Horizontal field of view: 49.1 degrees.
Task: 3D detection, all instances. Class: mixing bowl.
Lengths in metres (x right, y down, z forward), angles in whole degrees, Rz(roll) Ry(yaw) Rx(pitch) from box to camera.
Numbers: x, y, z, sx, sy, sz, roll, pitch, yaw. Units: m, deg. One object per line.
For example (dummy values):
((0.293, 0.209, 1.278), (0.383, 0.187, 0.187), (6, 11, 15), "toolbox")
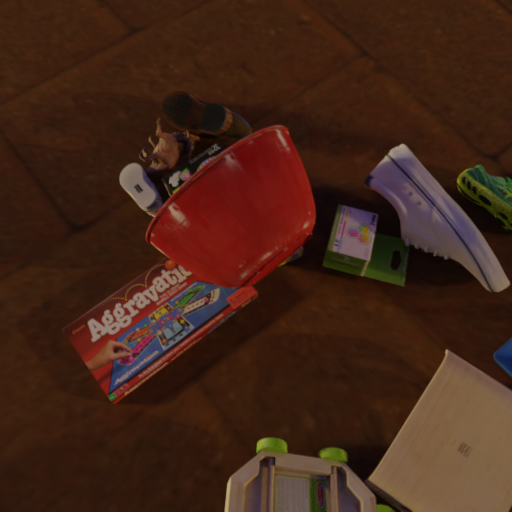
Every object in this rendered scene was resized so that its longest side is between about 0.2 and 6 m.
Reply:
((-0.139, -0.514, 9.170), (2.968, 2.968, 1.608), (-36, 83, -14), "mixing bowl")

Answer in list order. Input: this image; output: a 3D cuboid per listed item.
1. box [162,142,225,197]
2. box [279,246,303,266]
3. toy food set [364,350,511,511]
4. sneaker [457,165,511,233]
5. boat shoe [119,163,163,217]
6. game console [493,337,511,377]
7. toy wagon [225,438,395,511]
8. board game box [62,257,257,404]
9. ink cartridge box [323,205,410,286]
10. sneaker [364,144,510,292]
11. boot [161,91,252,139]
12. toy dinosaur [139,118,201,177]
((-0.598, -0.892, 9.910), (1.273, 1.065, 1.714), (-36, 62, -12), "box")
((0.319, -0.587, 10.644), (0.570, 0.379, 1.513), (-24, 68, -10), "box")
((3.239, 3.093, 8.970), (1.902, 0.800, 2.650), (33, 79, 13), "toy food set")
((4.753, -1.105, 10.697), (0.770, 0.683, 1.843), (-41, 73, -11), "sneaker")
((-2.183, -1.259, 10.862), (0.533, 0.487, 1.481), (-39, 50, -6), "boat shoe")
((5.149, 1.810, 9.760), (1.258, 0.872, 1.473), (-25, 66, -44), "game console")
((0.991, 3.993, 8.265), (2.925, 0.579, 2.269), (11, 48, -7), "toy wagon")
((-1.682, 1.016, 10.012), (3.114, 0.303, 1.603), (-36, 71, -14), "board game box")
((2.093, -0.202, 10.274), (1.507, 0.571, 1.114), (14, 56, 6), "ink cartridge box")
((3.275, -0.519, 10.300), (1.131, 1.167, 3.194), (-41, 81, 20), "sneaker")
((-1.042, -2.799, 11.497), (2.073, 1.005, 0.774), (30, 101, 38), "boot")
((-1.736, -2.055, 11.180), (0.976, 0.618, 1.440), (28, 81, -12), "toy dinosaur")
